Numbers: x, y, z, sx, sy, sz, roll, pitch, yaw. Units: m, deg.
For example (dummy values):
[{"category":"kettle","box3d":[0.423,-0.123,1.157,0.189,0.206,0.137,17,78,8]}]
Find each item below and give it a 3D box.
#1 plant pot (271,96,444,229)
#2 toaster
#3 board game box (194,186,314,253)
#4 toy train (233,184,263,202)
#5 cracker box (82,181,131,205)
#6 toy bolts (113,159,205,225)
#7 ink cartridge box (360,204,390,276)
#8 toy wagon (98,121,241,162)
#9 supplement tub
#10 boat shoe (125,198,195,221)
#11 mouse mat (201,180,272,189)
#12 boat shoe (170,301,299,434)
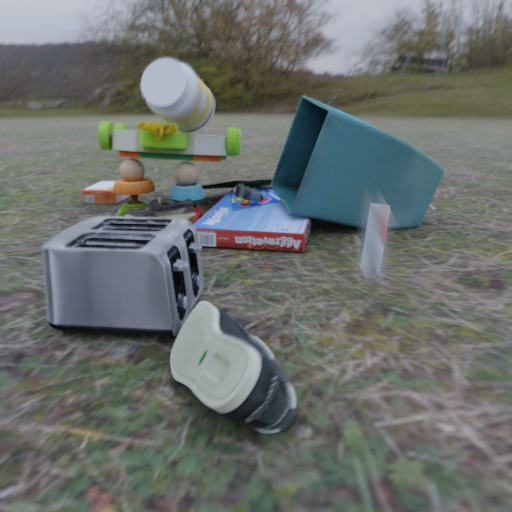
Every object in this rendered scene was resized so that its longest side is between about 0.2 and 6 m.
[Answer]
[{"category":"plant pot","box3d":[2.325,-1.899,12.510,3.147,2.224,2.223,14,20,-16]},{"category":"toaster","box3d":[-1.857,0.239,7.883,2.071,1.229,1.872,2,17,7]},{"category":"board game box","box3d":[0.182,-0.974,12.926,2.302,0.435,4.473,5,18,9]},{"category":"toy train","box3d":[-0.167,-1.402,12.807,0.737,0.314,0.420,14,14,-41]},{"category":"cracker box","box3d":[-4.046,-1.741,15.367,0.915,0.394,1.367,3,19,8]},{"category":"toy bolts","box3d":[-2.196,-1.319,12.290,2.122,1.472,2.027,0,18,-1]},{"category":"ink cartridge box","box3d":[1.841,-0.198,8.532,0.312,1.009,1.244,9,-2,18]},{"category":"toy wagon","box3d":[-1.968,-2.615,12.883,3.125,0.797,4.027,3,12,0]},{"category":"supplement tub","box3d":[-1.577,-3.233,11.374,1.120,1.120,1.540,5,-4,14]},{"category":"boat shoe","box3d":[-2.045,-0.991,11.919,1.523,0.494,0.558,-1,12,5]},{"category":"mouse mat","box3d":[-0.240,-1.962,15.358,2.663,0.100,2.142,-10,6,-42]},{"category":"boat shoe","box3d":[-0.330,1.165,6.082,0.836,0.888,2.472,33,-3,-23]}]
